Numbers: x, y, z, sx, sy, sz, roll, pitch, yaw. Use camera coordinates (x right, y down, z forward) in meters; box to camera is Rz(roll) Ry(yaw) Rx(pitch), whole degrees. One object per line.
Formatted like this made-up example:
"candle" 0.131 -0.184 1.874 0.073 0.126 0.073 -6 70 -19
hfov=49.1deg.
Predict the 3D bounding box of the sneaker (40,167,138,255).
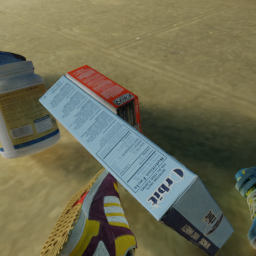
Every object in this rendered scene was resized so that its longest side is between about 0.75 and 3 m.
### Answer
"sneaker" -0.413 1.521 4.293 1.139 0.947 2.527 44 15 -5

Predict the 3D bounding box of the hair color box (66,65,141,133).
"hair color box" -0.643 -0.655 7.059 0.677 1.121 2.209 -30 47 -25

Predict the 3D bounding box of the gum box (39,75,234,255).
"gum box" 0.141 0.589 4.400 0.627 2.393 2.816 -47 49 -6

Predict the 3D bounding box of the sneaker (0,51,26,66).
"sneaker" -4.698 -1.827 8.735 2.966 1.163 0.978 -8 5 -33

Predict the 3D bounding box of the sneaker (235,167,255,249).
"sneaker" 2.198 1.279 4.860 1.080 0.658 1.655 39 41 28

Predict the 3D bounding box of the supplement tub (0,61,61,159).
"supplement tub" -2.285 -0.391 5.916 1.305 1.804 1.305 -14 12 3
